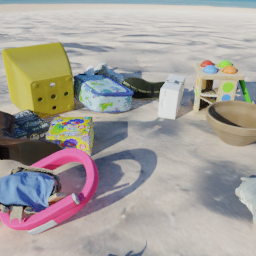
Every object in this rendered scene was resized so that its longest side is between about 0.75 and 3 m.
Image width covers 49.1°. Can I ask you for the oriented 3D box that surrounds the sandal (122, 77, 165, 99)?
[{"bbox_3d":[1.004,-1.917,14.118,2.684,1.066,0.766,7,5,-3],"label":"sandal"}]

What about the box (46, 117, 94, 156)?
[{"bbox_3d":[-2.032,0.298,10.129,1.457,0.889,1.404,-1,31,-1],"label":"box"}]

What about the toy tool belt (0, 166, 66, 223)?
[{"bbox_3d":[-2.680,1.585,6.805,2.157,1.347,1.325,5,-10,-22],"label":"toy tool belt"}]

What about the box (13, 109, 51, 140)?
[{"bbox_3d":[-4.410,0.162,10.663,2.417,0.594,1.949,-26,37,-37],"label":"box"}]

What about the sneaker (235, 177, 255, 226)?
[{"bbox_3d":[3.333,1.958,7.533,0.882,0.726,1.918,5,22,23],"label":"sneaker"}]

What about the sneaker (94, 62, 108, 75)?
[{"bbox_3d":[-1.655,-3.535,17.360,0.885,0.581,1.539,33,50,31],"label":"sneaker"}]

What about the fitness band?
[{"bbox_3d":[-2.094,1.593,7.383,2.739,0.513,1.967,-28,44,-1],"label":"fitness band"}]

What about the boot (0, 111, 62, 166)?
[{"bbox_3d":[-3.844,0.182,9.575,2.707,0.933,2.904,4,23,-27],"label":"boot"}]

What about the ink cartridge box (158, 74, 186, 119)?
[{"bbox_3d":[1.995,-1.442,12.664,0.818,1.395,1.905,11,32,14],"label":"ink cartridge box"}]

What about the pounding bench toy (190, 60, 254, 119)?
[{"bbox_3d":[4.409,-1.790,12.417,2.876,2.243,1.787,2,30,3],"label":"pounding bench toy"}]

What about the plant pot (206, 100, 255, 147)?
[{"bbox_3d":[4.122,-0.082,10.564,2.418,1.116,2.418,0,30,0],"label":"plant pot"}]

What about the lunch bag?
[{"bbox_3d":[-1.216,-1.682,13.161,2.227,1.142,2.770,-3,27,-35],"label":"lunch bag"}]

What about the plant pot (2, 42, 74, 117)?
[{"bbox_3d":[-3.781,-1.985,12.618,2.719,2.719,2.399,-17,43,-27],"label":"plant pot"}]

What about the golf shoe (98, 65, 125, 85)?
[{"bbox_3d":[-0.842,-2.738,15.699,1.271,1.024,2.615,3,31,-31],"label":"golf shoe"}]

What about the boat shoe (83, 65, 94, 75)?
[{"bbox_3d":[-2.326,-2.699,15.508,0.925,0.972,2.700,-2,39,-5],"label":"boat shoe"}]
